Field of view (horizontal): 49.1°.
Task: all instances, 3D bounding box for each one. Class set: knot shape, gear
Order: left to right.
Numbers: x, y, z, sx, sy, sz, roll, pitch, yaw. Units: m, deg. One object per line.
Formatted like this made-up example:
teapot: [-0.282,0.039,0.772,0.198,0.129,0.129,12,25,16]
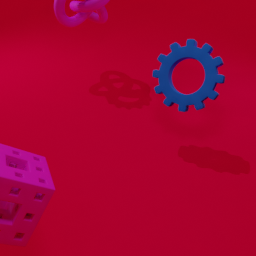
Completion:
knot shape: [-1.346,-3.616,8.309,1.743,0.861,1.863,-19,2,-27]
gear: [1.245,-1.074,5.845,1.451,1.451,0.268,19,13,22]

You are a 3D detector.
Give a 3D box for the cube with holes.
cube with holes: [-1.546,0.794,3.488,0.847,0.847,0.847,23,11,-31]
